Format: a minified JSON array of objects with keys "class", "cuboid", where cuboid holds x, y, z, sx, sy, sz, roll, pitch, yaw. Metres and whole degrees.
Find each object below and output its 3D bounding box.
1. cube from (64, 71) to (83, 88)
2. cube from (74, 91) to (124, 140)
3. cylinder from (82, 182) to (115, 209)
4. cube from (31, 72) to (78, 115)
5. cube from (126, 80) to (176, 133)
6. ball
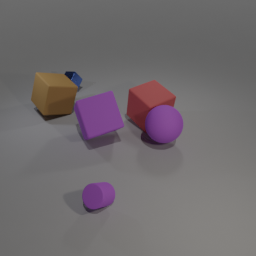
[{"class":"cube","cuboid":[-2.958,-2.486,14.704,0.700,0.700,0.700,9,68,33]},{"class":"cube","cuboid":[-1.135,-0.431,10.586,1.400,1.400,1.400,-19,-1,-15]},{"class":"cylinder","cuboid":[-0.818,1.898,7.918,0.700,0.700,0.700,18,1,26]},{"class":"cube","cuboid":[-3.299,-1.529,12.483,1.400,1.400,1.400,-6,36,-42]},{"class":"cube","cuboid":[0.931,-0.927,11.711,1.400,1.400,1.400,-24,51,-28]},{"class":"ball","cuboid":[1.328,-0.142,10.314,1.400,1.400,1.400,0,32,0]}]
